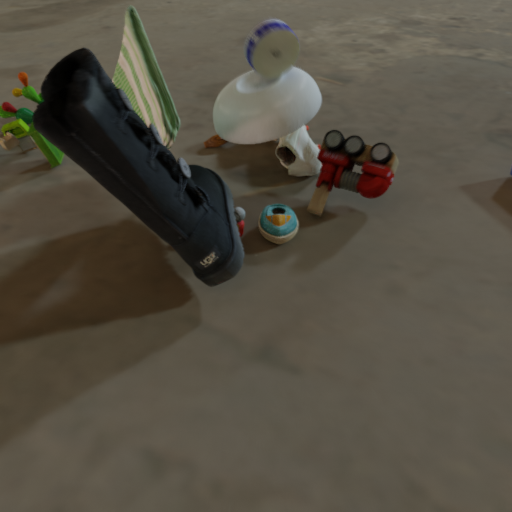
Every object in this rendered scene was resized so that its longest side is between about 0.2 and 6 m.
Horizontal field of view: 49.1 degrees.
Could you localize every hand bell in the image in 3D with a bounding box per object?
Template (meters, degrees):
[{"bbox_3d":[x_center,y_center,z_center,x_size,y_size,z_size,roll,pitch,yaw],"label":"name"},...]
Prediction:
[{"bbox_3d":[-0.405,-2.738,12.583,1.605,0.835,0.835,-21,38,-6],"label":"hand bell"}]

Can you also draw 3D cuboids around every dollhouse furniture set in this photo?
[{"bbox_3d":[-5.282,-2.096,11.800,2.272,0.877,1.135,-17,42,9],"label":"dollhouse furniture set"}]

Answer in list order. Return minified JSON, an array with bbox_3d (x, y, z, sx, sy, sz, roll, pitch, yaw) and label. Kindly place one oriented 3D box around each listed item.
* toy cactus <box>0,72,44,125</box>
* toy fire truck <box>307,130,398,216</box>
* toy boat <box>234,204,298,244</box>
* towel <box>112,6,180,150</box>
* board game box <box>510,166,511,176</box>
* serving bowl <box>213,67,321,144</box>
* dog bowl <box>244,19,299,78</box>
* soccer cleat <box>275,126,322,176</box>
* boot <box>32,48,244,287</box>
[{"bbox_3d":[-4.914,-3.469,13.271,2.280,1.166,1.881,-4,44,-21],"label":"toy cactus"},{"bbox_3d":[1.654,-1.360,10.211,1.403,1.594,1.026,22,1,23],"label":"toy fire truck"},{"bbox_3d":[0.147,-0.592,9.513,1.148,0.533,0.965,-3,36,-4],"label":"toy boat"},{"bbox_3d":[-1.884,-2.482,9.149,0.299,1.951,2.557,-21,0,-20],"label":"towel"},{"bbox_3d":[6.655,-1.348,10.558,2.476,0.540,2.488,-9,37,-13],"label":"board game box"},{"bbox_3d":[0.129,-2.979,10.456,2.108,0.693,2.108,-11,42,10],"label":"serving bowl"},{"bbox_3d":[0.274,-3.591,9.747,0.925,0.925,0.364,-13,48,-18],"label":"dog bowl"},{"bbox_3d":[0.750,-2.398,11.901,0.859,0.768,2.216,-11,40,-11],"label":"soccer cleat"},{"bbox_3d":[-1.622,-1.423,7.998,1.119,3.410,2.811,-39,41,8],"label":"boot"}]
